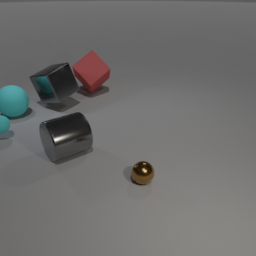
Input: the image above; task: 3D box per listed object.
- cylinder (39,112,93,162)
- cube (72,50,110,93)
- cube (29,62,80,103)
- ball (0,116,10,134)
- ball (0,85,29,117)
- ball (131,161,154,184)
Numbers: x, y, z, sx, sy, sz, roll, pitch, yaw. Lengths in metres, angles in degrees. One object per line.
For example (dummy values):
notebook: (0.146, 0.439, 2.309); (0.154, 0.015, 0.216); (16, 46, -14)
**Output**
cylinder: (-2.153, 0.283, 9.730); (1.400, 1.400, 1.400); (-19, 33, -31)
cube: (-1.915, -2.941, 14.820); (1.400, 1.400, 1.400); (-43, -3, -10)
cube: (-3.414, -2.089, 13.105); (1.400, 1.400, 1.400); (4, 36, 40)
ball: (-4.866, -0.127, 10.686); (0.700, 0.700, 0.700); (0, 28, 0)
ball: (-5.159, -1.196, 12.495); (1.400, 1.400, 1.400); (0, 28, 0)
ball: (0.452, 1.349, 8.491); (0.700, 0.700, 0.700); (0, 28, 0)
